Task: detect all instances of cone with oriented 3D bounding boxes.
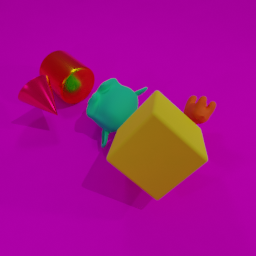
[{"bbox_3d":[-1.955,-0.622,6.651,0.889,0.889,0.892,-39,82,-28],"label":"cone"}]

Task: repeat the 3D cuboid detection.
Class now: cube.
[{"bbox_3d":[0.573,0.303,5.504,1.306,1.306,1.306,40,24,-10],"label":"cube"}]

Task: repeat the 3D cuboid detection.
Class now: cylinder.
[{"bbox_3d":[-1.664,-1.397,7.667,1.102,1.102,1.102,-35,57,-26],"label":"cylinder"}]

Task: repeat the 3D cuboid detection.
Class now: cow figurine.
[{"bbox_3d":[1.490,-0.214,6.596,0.601,1.095,1.077,27,91,-13],"label":"cow figurine"}]

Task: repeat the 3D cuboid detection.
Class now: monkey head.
[{"bbox_3d":[-0.402,-0.469,6.995,1.155,1.379,1.917,38,72,-7],"label":"monkey head"}]
